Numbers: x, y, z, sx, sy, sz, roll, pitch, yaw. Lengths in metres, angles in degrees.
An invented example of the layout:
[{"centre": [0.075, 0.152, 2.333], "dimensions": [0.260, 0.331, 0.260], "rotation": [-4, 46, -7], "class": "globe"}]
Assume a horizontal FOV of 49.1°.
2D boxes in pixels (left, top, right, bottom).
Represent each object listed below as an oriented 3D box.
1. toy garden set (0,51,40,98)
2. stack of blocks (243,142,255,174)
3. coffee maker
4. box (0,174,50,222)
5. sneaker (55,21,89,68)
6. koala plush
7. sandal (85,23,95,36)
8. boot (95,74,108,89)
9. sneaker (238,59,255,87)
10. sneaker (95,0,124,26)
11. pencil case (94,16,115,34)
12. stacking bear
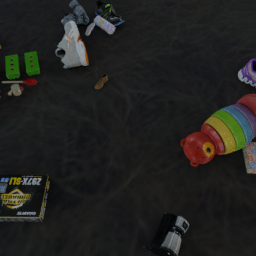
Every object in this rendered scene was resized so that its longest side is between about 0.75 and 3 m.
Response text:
[{"centre": [-4.731, -1.828, 10.751], "dimensions": [2.719, 0.543, 2.266], "rotation": [-13, 53, -10], "class": "toy garden set"}, {"centre": [4.017, 0.934, 8.843], "dimensions": [0.582, 0.296, 1.010], "rotation": [4, 54, 3], "class": "stack of blocks"}, {"centre": [0.984, 2.743, 7.233], "dimensions": [0.973, 0.682, 1.013], "rotation": [10, 45, 27], "class": "coffee maker"}, {"centre": [-3.156, 1.988, 8.021], "dimensions": [1.626, 0.401, 1.299], "rotation": [1, 52, 1], "class": "box"}, {"centre": [-2.514, -3.532, 11.727], "dimensions": [1.207, 0.993, 2.624], "rotation": [-17, 54, -7], "class": "sneaker"}, {"centre": [-2.494, -5.025, 12.924], "dimensions": [1.179, 1.084, 1.046], "rotation": [-36, 55, 1], "class": "koala plush"}, {"centre": [-1.742, -4.523, 12.911], "dimensions": [0.316, 0.191, 0.778], "rotation": [15, 67, 29], "class": "sandal"}, {"centre": [-1.045, -1.806, 10.855], "dimensions": [0.281, 0.288, 0.763], "rotation": [26, 59, 16], "class": "boot"}, {"centre": [5.252, -1.845, 10.459], "dimensions": [2.215, 0.979, 0.891], "rotation": [39, 61, 23], "class": "sneaker"}, {"centre": [-0.936, -5.409, 13.162], "dimensions": [0.681, 0.796, 1.920], "rotation": [-35, 61, -21], "class": "sneaker"}, {"centre": [-1.086, -4.739, 12.891], "dimensions": [1.088, 0.494, 0.452], "rotation": [41, 93, 27], "class": "pencil case"}, {"centre": [2.921, 0.209, 8.718], "dimensions": [2.600, 1.579, 1.478], "rotation": [-29, 15, -8], "class": "stacking bear"}]
